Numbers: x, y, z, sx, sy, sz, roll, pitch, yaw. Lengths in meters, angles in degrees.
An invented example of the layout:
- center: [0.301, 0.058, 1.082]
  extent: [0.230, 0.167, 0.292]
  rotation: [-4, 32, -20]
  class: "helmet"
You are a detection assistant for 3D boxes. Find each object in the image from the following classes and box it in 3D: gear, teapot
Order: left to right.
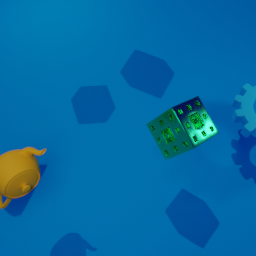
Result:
- center: [-2.089, 0.887, 5.364]
  extent: [0.769, 0.977, 1.571]
  rotation: [40, 101, 30]
  class: "teapot"
- center: [3.800, -0.426, 7.427]
  extent: [1.954, 0.361, 1.954]
  rotation: [-2, 61, 3]
  class: "gear"

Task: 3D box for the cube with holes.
- center: [1.106, 0.009, 5.749]
  extent: [0.865, 0.865, 0.865]
  rotation: [-24, 83, -38]
  class: "cube with holes"
